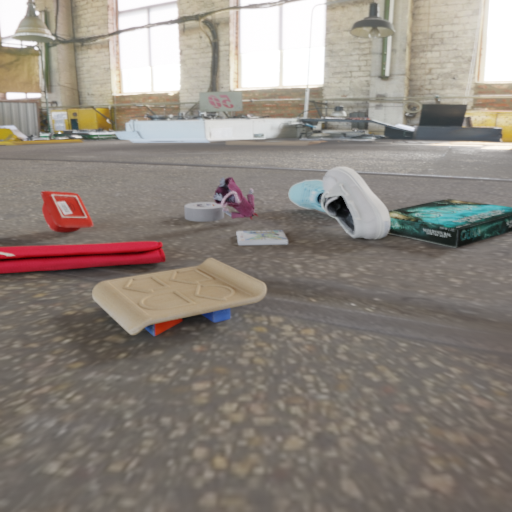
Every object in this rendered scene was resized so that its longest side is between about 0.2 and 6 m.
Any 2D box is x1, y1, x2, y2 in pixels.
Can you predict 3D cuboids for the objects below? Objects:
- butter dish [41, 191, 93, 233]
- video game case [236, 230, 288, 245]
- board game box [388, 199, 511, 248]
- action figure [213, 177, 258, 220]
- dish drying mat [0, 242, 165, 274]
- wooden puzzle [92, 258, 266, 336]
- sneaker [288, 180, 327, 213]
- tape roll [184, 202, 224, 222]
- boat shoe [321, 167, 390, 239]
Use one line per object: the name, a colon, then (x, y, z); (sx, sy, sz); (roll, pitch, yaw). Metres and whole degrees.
butter dish: (-4.325, -0.870, 12.463); (0.747, 1.011, 1.008); (-42, -22, 29)
video game case: (0.112, -0.388, 11.770); (1.014, 0.112, 0.925); (-1, 15, -4)
board game box: (4.418, -0.813, 12.708); (3.194, 0.450, 2.160); (-13, 20, -40)
action figure: (-0.361, -1.297, 13.408); (1.334, 0.894, 0.993); (38, 0, -32)
dish drying mat: (-3.394, -0.019, 9.937); (3.451, 0.314, 1.325); (-4, 12, -12)
wooden puzzle: (-1.066, 0.586, 7.626); (1.895, 0.439, 1.755); (-14, 20, -29)
sneaker: (1.644, -1.570, 14.470); (2.324, 0.859, 0.952); (13, 4, 40)
tape roll: (-1.301, -1.113, 14.068); (0.987, 0.326, 0.987); (0, 16, 0)
boat shoe: (1.966, -1.173, 12.533); (0.934, 0.982, 2.727); (-7, 40, -16)
